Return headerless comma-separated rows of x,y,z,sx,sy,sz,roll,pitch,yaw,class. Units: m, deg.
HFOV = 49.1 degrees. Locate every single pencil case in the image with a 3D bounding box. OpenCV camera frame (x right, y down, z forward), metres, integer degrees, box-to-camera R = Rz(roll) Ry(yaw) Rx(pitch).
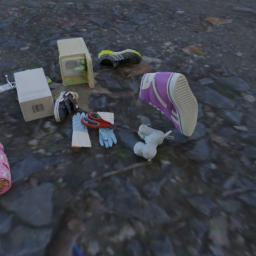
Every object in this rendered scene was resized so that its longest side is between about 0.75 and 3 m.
-4.256,1.193,8.813,0.803,0.839,1.938,-40,47,4,pencil case

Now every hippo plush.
0.792,0.611,9.586,1.308,1.042,1.051,15,69,25,hippo plush

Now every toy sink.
-2.499,-2.950,13.017,1.329,1.547,2.373,-11,43,-13,toy sink

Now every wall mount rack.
-5.611,-1.844,12.510,1.415,0.527,1.229,-27,48,-27,wall mount rack

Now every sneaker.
-2.462,-0.944,11.322,0.722,0.713,1.819,-3,39,5,sneaker
1.389,-0.862,9.726,1.690,2.965,1.074,11,59,34,sneaker
-0.443,-3.372,14.173,2.285,0.844,0.925,0,47,11,sneaker

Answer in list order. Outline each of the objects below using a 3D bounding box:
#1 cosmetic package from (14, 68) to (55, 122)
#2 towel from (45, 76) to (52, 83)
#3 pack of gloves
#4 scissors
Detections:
-3.911,-1.469,11.700,1.277,1.007,2.373,-15,42,-15,cosmetic package
-4.096,-2.193,13.238,0.873,0.099,0.627,-23,45,-24,towel
-1.281,0.129,10.500,1.593,0.374,1.897,3,43,-13,pack of gloves
-0.646,-0.028,10.494,2.275,0.158,0.832,23,40,8,scissors
